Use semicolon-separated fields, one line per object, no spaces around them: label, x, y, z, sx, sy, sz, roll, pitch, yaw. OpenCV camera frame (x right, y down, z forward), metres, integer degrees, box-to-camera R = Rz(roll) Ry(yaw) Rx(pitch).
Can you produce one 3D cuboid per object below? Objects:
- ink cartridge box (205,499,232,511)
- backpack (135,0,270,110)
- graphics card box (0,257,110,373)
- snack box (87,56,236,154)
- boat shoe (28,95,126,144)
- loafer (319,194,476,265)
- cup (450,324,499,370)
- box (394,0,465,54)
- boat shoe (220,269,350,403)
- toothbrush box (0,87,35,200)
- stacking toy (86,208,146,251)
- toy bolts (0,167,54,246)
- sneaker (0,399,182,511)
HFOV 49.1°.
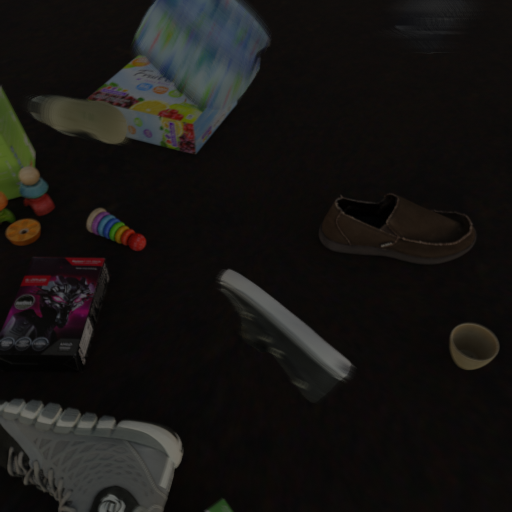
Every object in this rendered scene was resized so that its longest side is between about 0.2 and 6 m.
ink cartridge box;-0.597;3.549;6.585;1.059;0.447;0.774;-27;51;-24
backpack;-0.854;-3.509;9.181;2.006;1.611;2.192;38;23;-11
graphics card box;-3.273;0.904;9.162;1.314;0.533;2.094;2;46;1
snack box;-2.180;-3.696;13.438;2.763;0.935;2.330;18;49;15
boat shoe;-3.137;-2.492;10.138;0.686;0.729;2.029;13;7;26
loafer;2.625;-0.546;10.248;2.880;1.022;1.052;1;45;1
cup;3.290;1.469;8.619;0.700;0.501;0.700;1;45;-1
box;2.375;-3.288;7.666;0.580;0.784;0.409;15;26;-49
boat shoe;0.170;0.924;7.032;0.650;0.788;2.295;-50;48;-4
toothbrush box;-5.313;-2.390;11.252;0.921;2.139;1.558;-15;48;-6
stacking toy;-2.596;-0.441;10.599;1.194;0.510;0.510;27;51;15
toy bolts;-4.561;-1.043;10.777;1.345;0.976;1.408;28;52;25
sneaker;-2.505;2.820;6.884;2.972;1.115;1.716;5;47;3
